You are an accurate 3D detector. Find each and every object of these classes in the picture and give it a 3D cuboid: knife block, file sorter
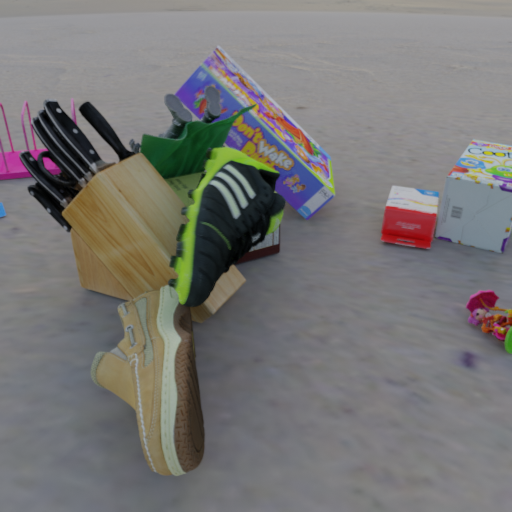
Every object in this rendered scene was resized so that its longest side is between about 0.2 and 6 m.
[{"bbox_3d":[-1.824,-0.778,8.112,3.261,2.863,1.043,14,33,23],"label":"knife block"},{"bbox_3d":[-5.334,-2.804,13.184,2.318,1.454,1.611,-8,31,-14],"label":"file sorter"}]

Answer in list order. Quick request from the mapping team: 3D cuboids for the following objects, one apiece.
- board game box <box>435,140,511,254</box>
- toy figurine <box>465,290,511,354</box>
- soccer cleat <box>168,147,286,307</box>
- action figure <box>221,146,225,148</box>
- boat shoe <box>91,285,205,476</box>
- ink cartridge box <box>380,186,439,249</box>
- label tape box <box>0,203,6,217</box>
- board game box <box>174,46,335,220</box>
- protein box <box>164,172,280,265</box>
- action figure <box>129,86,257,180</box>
[{"bbox_3d":[4.345,-1.202,10.525,1.216,1.238,2.360,16,34,25],"label":"board game box"},{"bbox_3d":[3.304,0.834,7.738,0.959,0.720,0.882,-46,33,-21],"label":"toy figurine"},{"bbox_3d":[-0.305,-0.501,7.636,1.335,1.112,3.293,16,38,-4],"label":"soccer cleat"},{"bbox_3d":[-1.332,-2.724,13.994,1.082,0.552,0.643,12,42,17],"label":"action figure"},{"bbox_3d":[-1.256,1.324,6.317,1.181,1.111,3.100,-8,19,-7],"label":"boat shoe"},{"bbox_3d":[2.864,-0.743,10.402,0.923,0.534,1.588,10,29,15],"label":"ink cartridge box"},{"bbox_3d":[-5.548,-0.944,10.989,1.077,0.356,0.772,-16,33,-23],"label":"label tape box"},{"bbox_3d":[0.105,-2.501,11.151,3.403,0.762,2.288,41,24,-17],"label":"board game box"},{"bbox_3d":[-0.689,-0.662,9.685,1.651,1.114,1.639,-15,32,-25],"label":"protein box"},{"bbox_3d":[-1.573,-1.721,10.097,2.052,0.950,3.474,-19,-11,-30],"label":"action figure"}]
